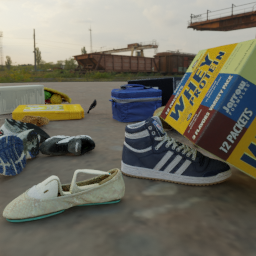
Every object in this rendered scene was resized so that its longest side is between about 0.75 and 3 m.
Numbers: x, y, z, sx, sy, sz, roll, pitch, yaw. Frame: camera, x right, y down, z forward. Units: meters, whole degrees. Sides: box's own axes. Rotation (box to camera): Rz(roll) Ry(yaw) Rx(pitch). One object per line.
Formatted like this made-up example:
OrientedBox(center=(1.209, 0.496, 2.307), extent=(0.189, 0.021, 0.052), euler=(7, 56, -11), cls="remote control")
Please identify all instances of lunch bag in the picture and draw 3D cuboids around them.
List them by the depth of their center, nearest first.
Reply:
OrientedBox(center=(0.263, -1.103, 11.706), extent=(2.185, 1.445, 1.484), euler=(-5, 13, -23), cls="lunch bag")

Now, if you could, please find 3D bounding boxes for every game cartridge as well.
OrientedBox(center=(-3.462, -0.736, 12.434), extent=(2.847, 0.462, 2.510), euler=(-5, 13, -14), cls="game cartridge")

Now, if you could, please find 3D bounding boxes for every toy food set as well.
OrientedBox(center=(-4.570, -1.675, 16.230), extent=(2.993, 0.978, 1.761), euler=(14, -6, 44), cls="toy food set")

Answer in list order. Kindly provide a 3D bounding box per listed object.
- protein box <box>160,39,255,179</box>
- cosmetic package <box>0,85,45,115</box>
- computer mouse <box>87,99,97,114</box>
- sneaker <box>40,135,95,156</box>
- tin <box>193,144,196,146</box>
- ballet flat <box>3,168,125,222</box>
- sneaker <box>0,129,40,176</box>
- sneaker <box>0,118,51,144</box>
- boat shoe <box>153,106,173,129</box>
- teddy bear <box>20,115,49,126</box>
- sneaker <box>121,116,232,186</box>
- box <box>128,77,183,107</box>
OrientedBox(center=(2.062, -0.133, 4.663), extent=(2.263, 1.527, 2.246), euler=(28, 8, -10), cls="protein box")
OrientedBox(center=(-5.425, -1.449, 13.858), extent=(0.907, 1.285, 2.482), euler=(8, 13, 36), cls="cosmetic package")
OrientedBox(center=(-1.635, -1.065, 13.199), extent=(0.195, 0.847, 0.595), euler=(30, 35, -12), cls="computer mouse")
OrientedBox(center=(-1.405, 0.432, 6.794), extent=(1.389, 0.462, 0.629), euler=(-5, 10, -31), cls="sneaker")
OrientedBox(center=(2.011, 0.060, 7.895), extent=(0.288, 0.769, 1.373), euler=(-4, 9, 21), cls="tin")
OrientedBox(center=(-0.915, 0.919, 4.197), extent=(1.803, 0.562, 0.608), euler=(-6, 11, -24), cls="ballet flat")
OrientedBox(center=(-2.614, 0.548, 5.900), extent=(0.897, 0.812, 2.107), euler=(-10, 4, 3), cls="sneaker")
OrientedBox(center=(-2.745, 0.255, 7.420), extent=(0.603, 0.720, 1.627), euler=(40, 8, 30), cls="sneaker")
OrientedBox(center=(1.799, -0.607, 9.774), extent=(2.756, 0.867, 1.005), euler=(-8, -27, -39), cls="boat shoe")
OrientedBox(center=(-3.386, -0.206, 10.148), extent=(1.032, 0.475, 1.423), euler=(4, 2, -18), cls="teddy bear")
OrientedBox(center=(0.882, 0.388, 5.311), extent=(2.108, 1.144, 0.739), euler=(3, 12, 14), cls="sneaker")
OrientedBox(center=(1.783, -1.640, 13.616), extent=(2.609, 1.558, 2.653), euler=(4, 10, 39), cls="box")
